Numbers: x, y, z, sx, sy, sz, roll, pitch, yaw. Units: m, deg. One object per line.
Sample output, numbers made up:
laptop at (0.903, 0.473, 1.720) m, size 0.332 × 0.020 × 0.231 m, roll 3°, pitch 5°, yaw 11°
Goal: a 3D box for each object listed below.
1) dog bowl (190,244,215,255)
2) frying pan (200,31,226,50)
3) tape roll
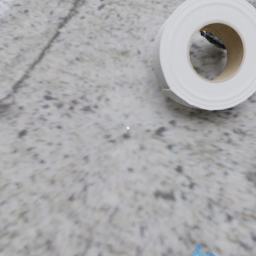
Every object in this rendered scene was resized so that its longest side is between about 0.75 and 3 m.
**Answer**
dog bowl at (1.572, 2.695, 5.222) m, size 0.350 × 1.412 × 0.787 m, roll -43°, pitch 42°, yaw 4°
frying pan at (2.474, -2.668, 8.330) m, size 1.610 × 0.262 × 0.974 m, roll 3°, pitch 40°, yaw -34°
tape roll at (2.076, -1.866, 7.198) m, size 2.850 × 0.997 × 2.850 m, roll -1°, pitch 98°, yaw -6°
